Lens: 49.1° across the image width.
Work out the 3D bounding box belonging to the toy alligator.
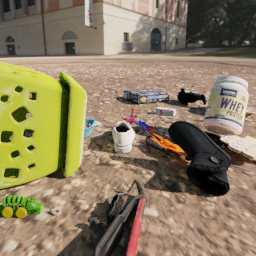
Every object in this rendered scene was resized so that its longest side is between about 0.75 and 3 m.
[{"bbox_3d":[-2.082,1.574,5.755,1.413,0.383,0.419,1,18,2],"label":"toy alligator"}]

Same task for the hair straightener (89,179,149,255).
[{"bbox_3d":[-0.211,1.634,5.292,1.039,0.553,2.701,3,18,10],"label":"hair straightener"}]

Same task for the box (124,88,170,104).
[{"bbox_3d":[1.029,-1.862,16.130,2.011,0.500,1.996,-8,20,-24],"label":"box"}]

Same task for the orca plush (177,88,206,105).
[{"bbox_3d":[3.260,-1.458,15.032,2.161,0.768,1.137,29,-11,48],"label":"orca plush"}]

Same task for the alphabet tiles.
[{"bbox_3d":[3.767,0.582,8.574,1.676,0.125,1.714,28,26,36],"label":"alphabet tiles"}]

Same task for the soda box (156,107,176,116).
[{"bbox_3d":[1.765,-0.770,13.102,0.914,0.291,0.311,10,21,27],"label":"soda box"}]

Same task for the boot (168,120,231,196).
[{"bbox_3d":[1.720,0.674,7.011,1.971,0.753,1.656,39,26,8],"label":"boot"}]

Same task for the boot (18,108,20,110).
[{"bbox_3d":[-5.030,-1.259,14.323,1.326,0.491,1.087,-7,19,-8],"label":"boot"}]

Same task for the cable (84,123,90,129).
[{"bbox_3d":[-2.109,-0.029,10.280,0.747,0.387,1.538,-15,3,-44],"label":"cable"}]

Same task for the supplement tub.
[{"bbox_3d":[3.377,-0.742,9.608,1.292,1.782,1.292,15,-12,3],"label":"supplement tub"}]

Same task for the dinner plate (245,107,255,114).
[{"bbox_3d":[4.976,-1.012,13.361,2.225,0.270,2.225,13,16,-4],"label":"dinner plate"}]

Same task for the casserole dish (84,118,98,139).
[{"bbox_3d":[-2.334,0.011,10.431,2.426,0.471,1.469,1,18,4],"label":"casserole dish"}]

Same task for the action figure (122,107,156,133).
[{"bbox_3d":[0.441,-0.356,10.808,1.358,0.672,0.443,16,23,12],"label":"action figure"}]

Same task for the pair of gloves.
[{"bbox_3d":[2.021,0.490,9.220,2.658,0.329,2.368,-7,18,-29],"label":"pair of gloves"}]

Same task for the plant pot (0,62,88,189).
[{"bbox_3d":[-2.617,-0.220,7.587,2.607,2.858,2.872,1,17,-21],"label":"plant pot"}]

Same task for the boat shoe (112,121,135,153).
[{"bbox_3d":[-0.124,0.115,9.646,0.817,0.741,2.220,-2,18,-5],"label":"boat shoe"}]
